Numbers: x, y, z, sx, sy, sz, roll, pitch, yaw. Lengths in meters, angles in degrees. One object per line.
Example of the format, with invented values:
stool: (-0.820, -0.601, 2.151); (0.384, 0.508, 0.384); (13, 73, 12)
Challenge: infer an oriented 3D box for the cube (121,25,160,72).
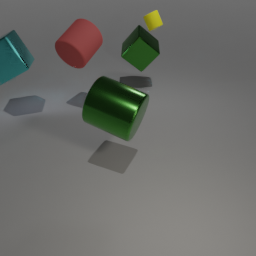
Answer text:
cube: (0.628, -4.045, 14.269); (1.400, 1.400, 1.400); (32, 37, -25)

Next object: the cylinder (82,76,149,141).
cylinder: (-0.320, -0.533, 7.696); (1.400, 1.400, 1.400); (24, 35, 10)

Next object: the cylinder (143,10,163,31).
cylinder: (1.148, -4.903, 12.808); (0.700, 0.700, 0.700); (-24, 16, 7)

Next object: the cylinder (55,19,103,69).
cylinder: (-1.937, -3.347, 11.148); (1.400, 1.400, 1.400); (17, 61, 27)

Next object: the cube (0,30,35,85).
cube: (-4.780, -2.793, 11.047); (1.400, 1.400, 1.400); (-26, 30, 7)
